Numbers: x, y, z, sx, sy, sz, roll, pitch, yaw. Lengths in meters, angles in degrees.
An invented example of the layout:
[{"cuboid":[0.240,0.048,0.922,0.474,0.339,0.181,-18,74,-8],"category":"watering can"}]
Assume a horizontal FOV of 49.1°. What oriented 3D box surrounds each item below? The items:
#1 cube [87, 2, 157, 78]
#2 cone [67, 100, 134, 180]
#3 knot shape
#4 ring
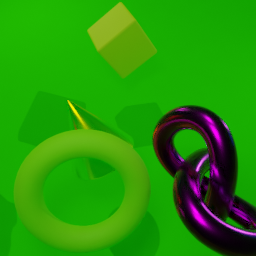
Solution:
[{"cuboid":[-0.133,-1.884,6.073,0.963,0.963,0.963,-36,47,12],"category":"cube"},{"cuboid":[-0.648,0.016,4.367,1.126,1.130,1.126,-21,31,13],"category":"cone"},{"cuboid":[0.969,0.723,3.331,0.834,1.690,1.806,-26,57,6],"category":"knot shape"},{"cuboid":[-0.598,0.913,3.867,1.860,1.860,0.372,-8,18,-5],"category":"ring"}]
